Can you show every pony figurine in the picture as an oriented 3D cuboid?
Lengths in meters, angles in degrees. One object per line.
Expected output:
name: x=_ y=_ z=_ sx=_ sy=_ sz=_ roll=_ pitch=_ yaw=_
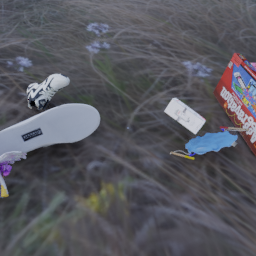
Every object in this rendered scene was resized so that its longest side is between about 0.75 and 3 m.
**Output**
pony figurine: x=-2.740 y=0.835 z=5.667 sx=0.973 sy=1.128 sz=1.169 roll=-22 pitch=68 yaw=19

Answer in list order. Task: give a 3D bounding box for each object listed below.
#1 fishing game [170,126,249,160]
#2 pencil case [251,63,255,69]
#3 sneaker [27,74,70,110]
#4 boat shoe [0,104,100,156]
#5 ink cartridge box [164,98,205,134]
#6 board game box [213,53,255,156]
fishing game: x=1.942 y=0.372 z=6.504 sx=1.726 sy=0.268 sz=1.236 roll=-24 pitch=14 yaw=-25
pencil case: x=4.278 y=-1.724 z=8.799 sx=1.269 sy=0.549 sz=0.525 roll=7 pitch=73 yaw=6
sneaker: x=-2.209 y=-0.905 z=7.651 sx=1.345 sy=0.537 sz=0.875 roll=-12 pitch=57 yaw=14
boat shoe: x=-1.894 y=0.039 z=6.575 sx=2.511 sy=0.890 sz=0.877 roll=-22 pitch=13 yaw=-6
ink cartridge box: x=1.390 y=-0.306 z=6.784 sx=0.925 sy=0.383 sz=0.678 roll=38 pitch=16 yaw=9
board game box: x=3.039 y=-0.657 z=7.066 sx=0.257 sy=1.359 sz=2.641 roll=4 pitch=40 yaw=-17
